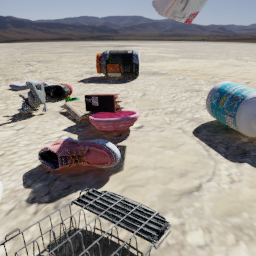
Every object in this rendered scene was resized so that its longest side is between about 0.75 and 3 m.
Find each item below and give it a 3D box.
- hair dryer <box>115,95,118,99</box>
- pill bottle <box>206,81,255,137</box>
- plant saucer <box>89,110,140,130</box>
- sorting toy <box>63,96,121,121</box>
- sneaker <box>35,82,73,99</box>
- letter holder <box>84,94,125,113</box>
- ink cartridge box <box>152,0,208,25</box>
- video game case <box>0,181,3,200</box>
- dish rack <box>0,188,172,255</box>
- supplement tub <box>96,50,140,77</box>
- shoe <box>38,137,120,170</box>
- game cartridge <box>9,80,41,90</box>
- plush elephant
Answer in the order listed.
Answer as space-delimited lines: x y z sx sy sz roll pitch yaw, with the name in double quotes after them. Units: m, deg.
-0.883 -1.401 12.599 0.926 0.251 0.705 -4 21 -13 "hair dryer"
3.710 -0.592 8.909 1.400 1.400 2.527 -7 22 -17 "pill bottle"
-0.438 -0.255 9.176 1.649 0.418 1.649 -3 13 1 "plant saucer"
-1.601 -0.904 11.166 1.797 0.358 2.432 -17 30 -27 "sorting toy"
-3.538 -1.731 12.860 1.863 0.659 0.910 5 20 8 "sneaker"
-0.794 -0.927 9.947 1.207 0.607 0.858 4 15 27 "letter holder"
1.809 -4.342 9.578 1.631 1.195 0.675 -5 58 -40 "ink cartridge box"
-3.505 1.684 4.637 2.403 0.281 2.185 -6 22 -15 "video game case"
-0.622 1.764 3.986 1.917 0.682 2.500 16 25 33 "dish rack"
-0.583 -4.001 17.362 2.655 1.627 1.627 2 21 3 "supplement tub"
-1.208 0.692 6.689 1.987 0.710 0.904 7 23 32 "shoe"
-5.402 -2.301 14.903 0.973 0.299 1.462 17 27 28 "game cartridge"
-3.750 -1.070 10.845 1.019 1.316 1.084 -19 5 11 "plush elephant"
